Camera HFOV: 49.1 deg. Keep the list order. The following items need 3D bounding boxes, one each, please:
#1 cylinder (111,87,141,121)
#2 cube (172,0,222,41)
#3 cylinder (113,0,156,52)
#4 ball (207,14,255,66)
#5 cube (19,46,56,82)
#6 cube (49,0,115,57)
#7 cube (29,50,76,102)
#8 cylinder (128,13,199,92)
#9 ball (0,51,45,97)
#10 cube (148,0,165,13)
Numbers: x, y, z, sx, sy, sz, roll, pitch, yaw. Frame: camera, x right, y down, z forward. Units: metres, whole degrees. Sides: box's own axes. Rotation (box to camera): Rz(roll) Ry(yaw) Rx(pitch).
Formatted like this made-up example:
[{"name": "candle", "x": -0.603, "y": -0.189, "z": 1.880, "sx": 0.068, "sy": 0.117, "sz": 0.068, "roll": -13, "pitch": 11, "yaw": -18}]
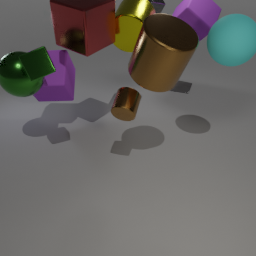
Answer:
[{"name": "cylinder", "x": -0.051, "y": -0.656, "z": 7.748, "sx": 0.700, "sy": 0.700, "sz": 0.700, "roll": 9, "pitch": 62, "yaw": 15}, {"name": "cube", "x": 2.691, "y": -4.481, "z": 11.460, "sx": 1.400, "sy": 1.400, "sz": 1.400, "roll": 34, "pitch": 62, "yaw": -16}, {"name": "cylinder", "x": 0.164, "y": -3.588, "z": 9.688, "sx": 1.400, "sy": 1.400, "sz": 1.400, "roll": 7, "pitch": 49, "yaw": 12}, {"name": "ball", "x": 2.923, "y": -2.435, "z": 7.817, "sx": 1.400, "sy": 1.400, "sz": 1.400, "roll": 0, "pitch": 31, "yaw": 0}, {"name": "cube", "x": -2.391, "y": -1.720, "z": 7.466, "sx": 0.700, "sy": 0.700, "sz": 0.700, "roll": -25, "pitch": 20, "yaw": -7}, {"name": "cube", "x": -1.347, "y": -3.273, "z": 8.678, "sx": 1.400, "sy": 1.400, "sz": 1.400, "roll": 26, "pitch": 47, "yaw": 26}, {"name": "cube", "x": -2.799, "y": -1.884, "z": 10.308, "sx": 1.400, "sy": 1.400, "sz": 1.400, "roll": -1, "pitch": 73, "yaw": 3}, {"name": "cylinder", "x": 0.843, "y": -1.864, "z": 7.045, "sx": 1.400, "sy": 1.400, "sz": 1.400, "roll": 9, "pitch": 52, "yaw": -12}, {"name": "ball", "x": -3.308, "y": -1.657, "z": 8.686, "sx": 1.400, "sy": 1.400, "sz": 1.400, "roll": 0, "pitch": 31, "yaw": 0}, {"name": "cube", "x": 1.064, "y": -5.312, "z": 12.090, "sx": 0.700, "sy": 0.700, "sz": 0.700, "roll": -4, "pitch": 58, "yaw": -28}]
